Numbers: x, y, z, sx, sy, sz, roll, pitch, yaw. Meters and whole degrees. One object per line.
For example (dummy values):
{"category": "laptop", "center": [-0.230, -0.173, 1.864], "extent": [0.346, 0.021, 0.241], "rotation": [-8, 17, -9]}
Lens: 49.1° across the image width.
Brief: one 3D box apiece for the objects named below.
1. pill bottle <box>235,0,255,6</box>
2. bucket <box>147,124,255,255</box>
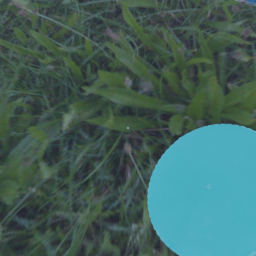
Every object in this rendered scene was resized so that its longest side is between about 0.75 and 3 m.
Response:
{"category": "pill bottle", "center": [2.497, -2.660, 4.813], "extent": [2.045, 1.112, 1.112], "rotation": [15, 65, -1]}
{"category": "bucket", "center": [1.096, 0.836, 3.079], "extent": [1.679, 1.092, 1.679], "rotation": [-23, 48, 27]}
